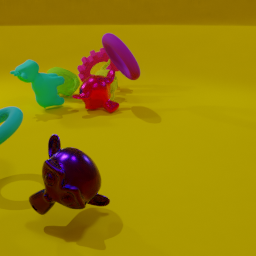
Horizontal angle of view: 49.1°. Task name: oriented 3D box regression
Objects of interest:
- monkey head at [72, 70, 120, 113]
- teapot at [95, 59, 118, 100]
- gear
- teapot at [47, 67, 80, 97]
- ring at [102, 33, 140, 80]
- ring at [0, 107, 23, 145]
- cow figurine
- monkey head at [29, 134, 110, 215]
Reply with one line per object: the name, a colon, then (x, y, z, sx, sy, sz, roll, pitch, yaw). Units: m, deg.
monkey head: (-0.849, -1.050, 8.570, 1.217, 1.020, 1.692, 28, 54, 34)
teapot: (-0.706, -1.662, 9.735, 0.731, 1.494, 0.929, -16, -14, 22)
gear: (-1.114, -2.314, 10.885, 1.676, 1.676, 0.310, -12, 56, -28)
teapot: (-2.407, -1.571, 9.988, 1.935, 0.947, 1.203, 13, -9, 40)
ring: (-0.207, -2.085, 8.279, 0.320, 1.599, 1.599, -40, 31, -6)
ring: (-2.258, 0.034, 4.667, 1.122, 0.224, 1.122, -20, 33, 14)
cow figurine: (-2.694, -1.280, 8.439, 1.494, 1.518, 0.833, -14, 28, -36)
monkey head: (-0.880, 0.768, 3.948, 0.948, 1.318, 0.794, -38, 2, 22)
